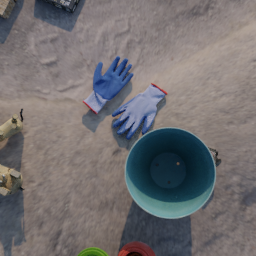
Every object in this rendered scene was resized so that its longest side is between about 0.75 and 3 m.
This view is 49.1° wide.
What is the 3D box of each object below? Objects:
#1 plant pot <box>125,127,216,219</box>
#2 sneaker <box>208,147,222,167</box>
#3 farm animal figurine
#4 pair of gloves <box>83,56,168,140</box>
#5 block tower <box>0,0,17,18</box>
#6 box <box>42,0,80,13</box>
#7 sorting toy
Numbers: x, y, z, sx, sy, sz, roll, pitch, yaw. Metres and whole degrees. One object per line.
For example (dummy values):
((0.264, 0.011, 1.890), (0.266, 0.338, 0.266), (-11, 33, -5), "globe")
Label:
((1.160, 1.223, 8.002), (2.345, 1.579, 2.345), (-1, 84, 7), "plant pot")
((2.440, 0.753, 8.581), (0.538, 0.389, 1.101), (-33, 62, 1), "sneaker")
((-4.273, 0.626, 8.321), (2.307, 1.437, 2.857), (-3, 81, -19), "farm animal figurine")
((-0.154, -1.001, 8.919), (2.581, 0.294, 2.075), (39, 84, 2), "pair of gloves")
((-3.874, -4.305, 9.148), (0.415, 0.388, 1.436), (26, 85, 1), "block tower")
((-2.229, -4.590, 9.209), (1.423, 0.310, 1.140), (22, 85, 2), "box")
((-0.299, 4.189, 8.225), (2.474, 1.015, 1.486), (-12, 70, 11), "sorting toy")
